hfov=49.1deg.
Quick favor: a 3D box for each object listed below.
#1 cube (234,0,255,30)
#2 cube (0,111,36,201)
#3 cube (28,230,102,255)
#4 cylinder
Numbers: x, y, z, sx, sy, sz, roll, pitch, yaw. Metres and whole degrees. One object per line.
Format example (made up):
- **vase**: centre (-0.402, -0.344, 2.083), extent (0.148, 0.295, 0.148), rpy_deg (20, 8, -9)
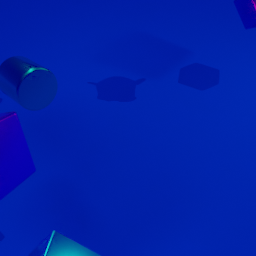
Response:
- **cube**: centre (3.498, -3.233, 7.342), extent (0.870, 0.870, 0.870), rpy_deg (-31, 15, 1)
- **cube**: centre (-1.946, 0.391, 3.626), extent (0.918, 0.918, 0.918), rpy_deg (-5, 19, 21)
- **cube**: centre (-0.892, 1.929, 3.469), extent (0.782, 0.782, 0.782), rpy_deg (35, 27, -15)
- **cylinder**: centre (-1.933, -0.865, 5.375), extent (0.840, 0.840, 0.840), rpy_deg (30, 57, 35)
